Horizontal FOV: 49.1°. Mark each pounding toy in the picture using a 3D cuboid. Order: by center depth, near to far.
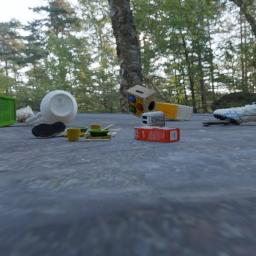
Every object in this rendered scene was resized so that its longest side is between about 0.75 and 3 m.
[{"bbox_3d":[0.821,-1.516,13.908,0.982,2.146,1.886,-32,42,-33],"label":"pounding toy"}]

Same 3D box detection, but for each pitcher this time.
[{"bbox_3d":[-3.260,-0.643,11.836,2.056,1.453,2.397,-24,2,-23],"label":"pitcher"}]

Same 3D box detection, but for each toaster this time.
[{"bbox_3d":[1.014,-0.359,11.494,0.723,0.636,1.120,-4,8,-18],"label":"toaster"}]

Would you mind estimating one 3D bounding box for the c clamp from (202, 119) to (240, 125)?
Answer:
[{"bbox_3d":[4.088,-0.254,12.378,1.614,0.256,1.889,1,0,21],"label":"c clamp"}]

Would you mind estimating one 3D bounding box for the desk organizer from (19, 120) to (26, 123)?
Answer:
[{"bbox_3d":[-5.901,-0.443,15.646,0.290,0.270,0.753,-3,4,-12],"label":"desk organizer"}]

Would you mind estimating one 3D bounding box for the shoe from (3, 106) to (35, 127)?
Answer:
[{"bbox_3d":[-4.987,-0.482,11.942,0.811,0.619,2.321,-3,11,28],"label":"shoe"}]

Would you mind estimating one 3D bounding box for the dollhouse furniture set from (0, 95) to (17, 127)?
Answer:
[{"bbox_3d":[-3.568,-0.263,5.404,2.515,1.257,0.971,1,4,1],"label":"dollhouse furniture set"}]

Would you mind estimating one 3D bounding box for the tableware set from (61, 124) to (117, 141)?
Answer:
[{"bbox_3d":[-1.063,0.069,7.267,1.472,0.335,2.185,0,4,3],"label":"tableware set"}]

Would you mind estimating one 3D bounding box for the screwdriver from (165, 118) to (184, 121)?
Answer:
[{"bbox_3d":[2.391,-0.565,17.849,0.434,0.416,2.980,-35,28,-25],"label":"screwdriver"}]

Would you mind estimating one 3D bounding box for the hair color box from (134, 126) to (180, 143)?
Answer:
[{"bbox_3d":[0.656,0.135,6.461,0.982,0.301,0.498,3,6,45],"label":"hair color box"}]

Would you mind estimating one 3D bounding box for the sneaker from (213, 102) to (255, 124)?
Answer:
[{"bbox_3d":[5.452,-0.709,13.051,2.906,1.053,1.044,2,-6,6],"label":"sneaker"}]

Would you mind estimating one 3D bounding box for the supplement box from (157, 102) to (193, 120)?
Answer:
[{"bbox_3d":[2.981,-1.078,18.105,1.552,0.905,2.463,11,6,34],"label":"supplement box"}]

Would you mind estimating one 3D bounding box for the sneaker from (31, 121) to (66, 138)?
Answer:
[{"bbox_3d":[-2.057,0.123,7.207,0.446,0.387,1.078,-36,-13,31],"label":"sneaker"}]
